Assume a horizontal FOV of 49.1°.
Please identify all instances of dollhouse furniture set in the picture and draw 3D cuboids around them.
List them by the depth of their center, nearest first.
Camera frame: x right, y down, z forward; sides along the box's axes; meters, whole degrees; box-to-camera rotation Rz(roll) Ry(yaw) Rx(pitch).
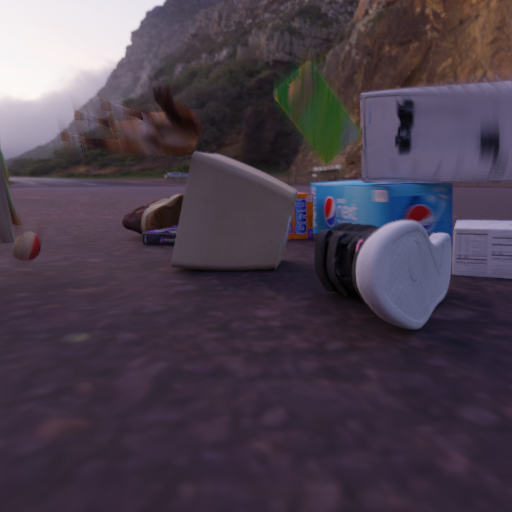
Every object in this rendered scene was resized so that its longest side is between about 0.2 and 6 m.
[{"bbox_3d":[-4.273,-0.723,7.423,2.466,1.233,0.952,-5,11,-1],"label":"dollhouse furniture set"}]

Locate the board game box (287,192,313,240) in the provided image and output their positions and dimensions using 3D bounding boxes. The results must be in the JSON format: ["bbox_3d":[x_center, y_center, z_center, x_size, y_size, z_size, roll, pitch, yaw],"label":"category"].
[{"bbox_3d":[0.597,-0.888,12.150,0.966,0.965,0.966,-3,9,-21],"label":"board game box"}]

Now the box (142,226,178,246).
[{"bbox_3d":[-1.502,-0.424,11.484,1.073,0.271,1.501,2,8,18],"label":"box"}]

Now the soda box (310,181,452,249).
[{"bbox_3d":[2.306,-0.891,11.199,1.268,1.200,3.739,-5,10,-14],"label":"soda box"}]

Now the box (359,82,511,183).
[{"bbox_3d":[3.093,-2.038,9.260,2.631,1.535,0.791,1,19,22],"label":"box"}]

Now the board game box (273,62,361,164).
[{"bbox_3d":[0.976,-2.286,8.993,1.600,0.764,0.240,44,11,-37],"label":"board game box"}]

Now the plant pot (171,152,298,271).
[{"bbox_3d":[-0.223,-0.586,8.599,1.492,1.683,1.685,14,10,5],"label":"plant pot"}]

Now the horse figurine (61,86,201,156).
[{"bbox_3d":[-1.514,-1.728,7.695,1.660,0.625,2.506,2,1,-40],"label":"horse figurine"}]

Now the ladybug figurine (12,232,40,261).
[{"bbox_3d":[-3.180,-0.108,7.820,0.220,0.416,0.613,33,-13,1],"label":"ladybug figurine"}]

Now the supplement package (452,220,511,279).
[{"bbox_3d":[3.374,-0.124,8.112,0.959,0.683,1.231,3,10,21],"label":"supplement package"}]

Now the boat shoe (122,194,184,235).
[{"bbox_3d":[-2.238,-0.918,12.821,0.896,0.898,2.489,4,16,15],"label":"boat shoe"}]

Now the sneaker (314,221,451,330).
[{"bbox_3d":[1.112,0.137,5.814,1.395,0.994,2.812,2,4,27],"label":"sneaker"}]
